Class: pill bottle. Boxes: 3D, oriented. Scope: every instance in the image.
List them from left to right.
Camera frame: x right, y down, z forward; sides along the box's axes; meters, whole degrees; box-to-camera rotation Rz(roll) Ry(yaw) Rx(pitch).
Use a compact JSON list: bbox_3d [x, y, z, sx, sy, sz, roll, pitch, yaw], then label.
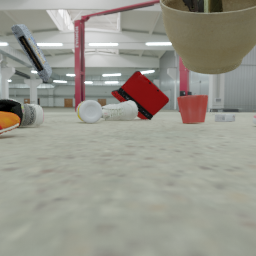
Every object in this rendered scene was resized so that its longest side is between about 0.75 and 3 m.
[{"bbox_3d":[-1.708,-0.706,12.083,0.962,0.962,1.718,-1,4,-15],"label":"pill bottle"}]

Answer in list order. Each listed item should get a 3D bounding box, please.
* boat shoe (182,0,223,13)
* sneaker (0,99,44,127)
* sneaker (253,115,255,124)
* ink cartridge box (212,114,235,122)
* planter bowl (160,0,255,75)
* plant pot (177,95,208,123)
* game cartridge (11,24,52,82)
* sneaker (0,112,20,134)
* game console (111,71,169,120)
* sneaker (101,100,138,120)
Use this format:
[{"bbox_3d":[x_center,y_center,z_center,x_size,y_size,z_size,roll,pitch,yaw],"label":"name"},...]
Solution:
[{"bbox_3d":[1.536,-2.928,6.050,0.735,2.236,0.799,8,42,36],"label":"boat shoe"},{"bbox_3d":[-4.035,-0.514,9.149,2.610,0.963,1.142,7,1,29],"label":"sneaker"},{"bbox_3d":[5.519,-0.740,8.858,2.879,1.505,1.084,1,6,31],"label":"sneaker"},{"bbox_3d":[4.482,-0.485,13.178,0.863,0.362,0.758,-3,5,-40],"label":"ink cartridge box"},{"bbox_3d":[1.896,-2.186,6.236,2.312,1.556,2.312,-5,40,4],"label":"planter bowl"},{"bbox_3d":[2.618,-0.741,11.294,1.230,1.088,1.230,-3,2,0],"label":"plant pot"},{"bbox_3d":[-3.707,-2.982,11.012,0.465,2.240,1.492,-25,24,4],"label":"game cartridge"},{"bbox_3d":[-3.307,-0.236,5.323,2.537,0.979,0.926,-2,3,-44],"label":"sneaker"},{"bbox_3d":[0.597,-1.668,14.855,2.371,1.407,2.044,40,-11,-17],"label":"game console"},{"bbox_3d":[-0.638,-0.758,14.232,1.303,1.022,2.623,-16,7,-43],"label":"sneaker"}]
